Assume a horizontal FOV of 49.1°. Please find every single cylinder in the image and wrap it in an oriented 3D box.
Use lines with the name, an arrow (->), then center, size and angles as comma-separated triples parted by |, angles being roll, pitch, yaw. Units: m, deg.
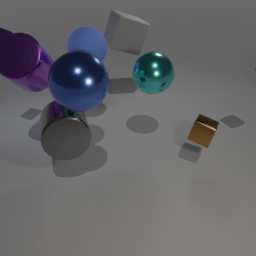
cylinder -> -3.082, -1.945, 8.552 | 1.400, 1.400, 1.400 | 2, -8, 4
cylinder -> -1.880, 0.018, 8.344 | 1.400, 1.400, 1.400 | -9, 29, -13

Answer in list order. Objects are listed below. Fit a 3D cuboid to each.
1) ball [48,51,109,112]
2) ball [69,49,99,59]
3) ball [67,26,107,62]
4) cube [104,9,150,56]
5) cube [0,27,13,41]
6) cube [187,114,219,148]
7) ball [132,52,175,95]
ball -> -1.138, -1.076, 6.518 | 1.400, 1.400, 1.400 | 0, 32, 0
ball -> -1.400, -1.591, 8.239 | 1.400, 1.400, 1.400 | 0, 32, 0
ball -> -1.435, -2.839, 9.881 | 1.400, 1.400, 1.400 | 0, 32, 0
cube -> -0.110, -4.202, 12.321 | 1.400, 1.400, 1.400 | 7, 29, -26
cube -> -4.121, -2.779, 9.177 | 0.700, 0.700, 0.700 | 22, 74, 8
cube -> 2.410, 0.082, 8.956 | 0.700, 0.700, 0.700 | 25, 30, 14
ball -> 0.836, -1.813, 9.298 | 1.400, 1.400, 1.400 | 0, 32, 0
